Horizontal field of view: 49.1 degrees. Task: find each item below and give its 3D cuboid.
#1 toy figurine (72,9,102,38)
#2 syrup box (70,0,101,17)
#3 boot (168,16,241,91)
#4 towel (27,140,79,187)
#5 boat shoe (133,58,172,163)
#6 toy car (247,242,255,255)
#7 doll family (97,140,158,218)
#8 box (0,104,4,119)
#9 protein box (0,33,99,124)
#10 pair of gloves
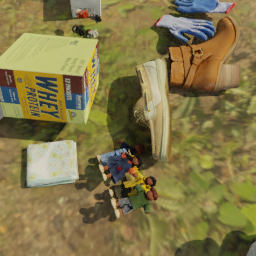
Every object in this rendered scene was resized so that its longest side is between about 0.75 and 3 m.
[{"bbox_3d":[-1.262,-3.162,8.505,0.769,0.781,0.544,-6,30,-41],"label":"toy figurine"},{"bbox_3d":[-1.451,-4.892,9.203,0.944,0.976,2.397,-5,66,-6],"label":"syrup box"},{"bbox_3d":[2.150,-2.222,8.198,1.956,0.966,2.520,3,74,5],"label":"boot"},{"bbox_3d":[-1.913,0.893,7.097,1.275,0.307,1.091,-7,64,-3],"label":"towel"},{"bbox_3d":[0.623,-0.479,7.359,0.966,1.077,2.911,-5,62,9],"label":"boat shoe"},{"bbox_3d":[3.391,2.567,5.593,1.572,1.797,1.347,28,64,28],"label":"toy car"},{"bbox_3d":[0.050,1.107,6.733,1.231,0.836,2.129,-22,65,-4],"label":"doll family"},{"bbox_3d":[-4.895,-0.829,6.505,2.317,2.705,2.692,39,72,18],"label":"box"},{"bbox_3d":[-1.874,-1.286,7.013,2.002,1.351,1.988,6,40,2],"label":"protein box"},{"bbox_3d":[2.059,-3.536,8.742,1.956,0.277,2.433,26,64,29],"label":"pair of gloves"}]
